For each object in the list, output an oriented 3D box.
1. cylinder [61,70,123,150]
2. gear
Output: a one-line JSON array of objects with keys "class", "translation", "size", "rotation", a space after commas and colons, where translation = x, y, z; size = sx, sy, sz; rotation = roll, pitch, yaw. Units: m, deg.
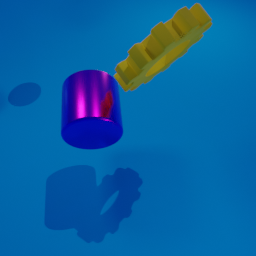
[{"class": "cylinder", "translation": [-0.779, -0.369, 5.993], "size": [1.260, 1.260, 1.260], "rotation": [-5, 58, -3]}, {"class": "gear", "translation": [0.626, -1.408, 5.151], "size": [1.941, 1.941, 0.359], "rotation": [-35, 87, -23]}]
